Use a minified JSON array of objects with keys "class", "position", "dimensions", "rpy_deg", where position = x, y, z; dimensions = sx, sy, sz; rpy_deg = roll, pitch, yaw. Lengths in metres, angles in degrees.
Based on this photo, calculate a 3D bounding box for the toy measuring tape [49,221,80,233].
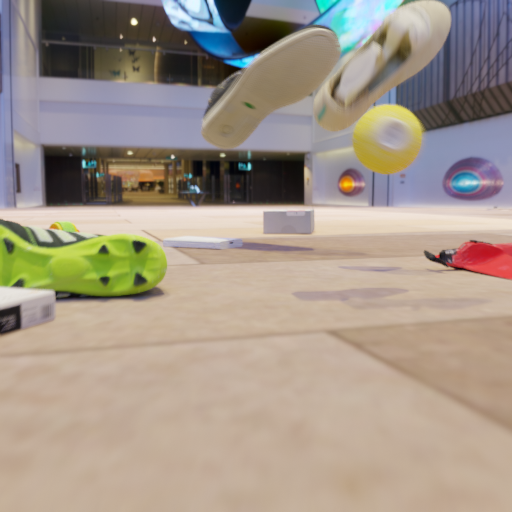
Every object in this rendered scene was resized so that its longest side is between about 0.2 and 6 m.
[{"class":"toy measuring tape","position":[-3.167,-0.294,9.613],"dimensions":[0.630,0.630,1.713],"rpy_deg":[-6,9,-45]}]

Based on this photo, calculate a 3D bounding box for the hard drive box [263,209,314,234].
[{"class":"hard drive box","position":[0.936,-0.958,15.498],"dimensions":[1.294,0.638,1.660],"rpy_deg":[0,6,8]}]

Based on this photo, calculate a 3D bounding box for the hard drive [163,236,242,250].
[{"class":"hard drive","position":[-1.069,-0.266,11.254],"dimensions":[1.335,0.178,0.880],"rpy_deg":[3,7,28]}]

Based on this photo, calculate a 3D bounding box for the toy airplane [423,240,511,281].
[{"class":"toy airplane","position":[3.484,-0.013,7.778],"dimensions":[2.310,0.425,2.310],"rpy_deg":[0,8,0]}]

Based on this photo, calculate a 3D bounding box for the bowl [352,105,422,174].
[{"class":"bowl","position":[1.810,-1.614,7.600],"dimensions":[0.954,0.954,0.513],"rpy_deg":[0,2,4]}]

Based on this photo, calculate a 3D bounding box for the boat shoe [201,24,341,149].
[{"class":"boat shoe","position":[0.171,-3.497,11.110],"dimensions":[1.256,1.183,3.498],"rpy_deg":[31,-41,-31]}]

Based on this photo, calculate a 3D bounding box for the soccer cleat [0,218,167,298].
[{"class":"soccer cleat","position":[-2.168,0.086,5.739],"dimensions":[2.473,0.835,1.002],"rpy_deg":[4,-6,-10]}]

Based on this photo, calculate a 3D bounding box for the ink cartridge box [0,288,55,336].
[{"class":"ink cartridge box","position":[-2.502,0.411,4.553],"dimensions":[1.562,0.290,0.740],"rpy_deg":[5,8,20]}]

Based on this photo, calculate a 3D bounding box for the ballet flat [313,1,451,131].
[{"class":"ballet flat","position":[1.268,-1.957,5.469],"dimensions":[0.632,1.818,0.632],"rpy_deg":[43,-5,5]}]
